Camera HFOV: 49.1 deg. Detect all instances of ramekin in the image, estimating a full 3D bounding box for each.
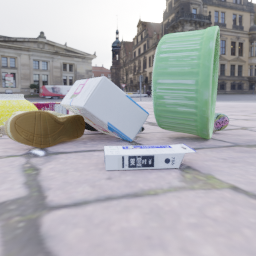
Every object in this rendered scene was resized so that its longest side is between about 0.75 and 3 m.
[{"bbox_3d":[1.630,-1.199,7.596,1.418,2.902,2.902,5,8,20],"label":"ramekin"}]

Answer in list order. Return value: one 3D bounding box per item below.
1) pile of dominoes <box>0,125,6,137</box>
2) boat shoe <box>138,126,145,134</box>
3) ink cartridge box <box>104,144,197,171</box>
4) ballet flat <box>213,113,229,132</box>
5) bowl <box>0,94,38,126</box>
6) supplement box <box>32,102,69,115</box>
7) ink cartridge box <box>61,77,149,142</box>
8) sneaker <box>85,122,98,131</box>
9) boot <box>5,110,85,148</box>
[{"bbox_3d":[-4.495,0.086,8.300,1.712,0.273,1.334,-2,7,-20],"label":"pile of dominoes"},{"bbox_3d":[0.117,0.042,8.302,0.257,0.311,0.908,-15,13,-40],"label":"boat shoe"},{"bbox_3d":[0.348,0.485,4.797,1.510,0.296,0.751,-2,7,-5],"label":"ink cartridge box"},{"bbox_3d":[2.387,-0.133,9.131,0.668,0.649,1.878,-24,14,-26],"label":"ballet flat"},{"bbox_3d":[-4.635,-0.728,11.196,2.290,1.232,2.290,-1,6,0],"label":"bowl"},{"bbox_3d":[-3.616,-0.758,12.968,1.680,0.867,1.100,-1,7,-9],"label":"supplement box"},{"bbox_3d":[-0.731,-0.541,7.796,1.628,0.954,2.253,37,-10,-25],"label":"ink cartridge box"},{"bbox_3d":[-0.931,-0.350,9.706,1.872,0.783,1.130,5,10,-8],"label":"sneaker"},{"bbox_3d":[-2.443,-0.055,6.975,1.813,0.849,2.333,4,6,28],"label":"boot"}]
